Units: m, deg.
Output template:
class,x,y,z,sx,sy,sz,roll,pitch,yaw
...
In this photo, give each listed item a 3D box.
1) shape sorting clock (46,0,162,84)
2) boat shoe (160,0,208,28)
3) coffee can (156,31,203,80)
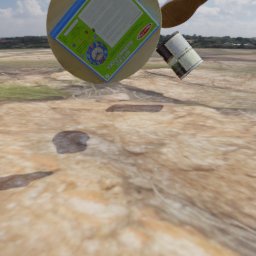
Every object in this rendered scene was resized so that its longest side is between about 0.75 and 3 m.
class,x,y,z,sx,sy,sz,roll,pitch,yaw
shape sorting clock,-0.411,-1.872,5.312,2.204,2.204,0.432,-5,32,-13
boat shoe,1.618,-3.550,7.641,0.777,0.760,2.193,33,-35,-29
coffee can,1.994,-2.805,10.892,1.126,1.539,1.126,-40,-1,-1
